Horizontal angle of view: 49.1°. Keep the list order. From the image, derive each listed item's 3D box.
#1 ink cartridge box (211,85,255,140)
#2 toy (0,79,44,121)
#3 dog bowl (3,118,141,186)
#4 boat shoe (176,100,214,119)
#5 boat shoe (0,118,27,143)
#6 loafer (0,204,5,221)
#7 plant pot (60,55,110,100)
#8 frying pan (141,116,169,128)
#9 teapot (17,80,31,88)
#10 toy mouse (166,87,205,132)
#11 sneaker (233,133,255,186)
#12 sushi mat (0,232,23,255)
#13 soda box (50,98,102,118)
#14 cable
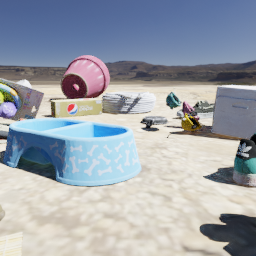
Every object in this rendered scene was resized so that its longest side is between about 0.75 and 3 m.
[{"bbox_3d":[3.336,-0.509,7.934,1.345,1.321,1.827,11,14,32],"label":"ink cartridge box"},{"bbox_3d":[-3.901,-0.719,7.741,2.724,1.568,0.643,19,46,-19],"label":"toy"},{"bbox_3d":[-1.131,0.314,5.381,2.974,0.737,1.658,8,13,34],"label":"dog bowl"},{"bbox_3d":[2.895,-0.752,11.016,2.169,0.691,0.767,-4,11,-19],"label":"boat shoe"},{"bbox_3d":[-2.820,0.039,7.233,1.839,0.575,0.655,-3,10,-24],"label":"boat shoe"},{"bbox_3d":[-2.194,0.816,3.152,1.697,0.572,0.645,3,11,13],"label":"loafer"},{"bbox_3d":[-2.946,-3.006,18.046,2.896,2.896,2.592,3,26,16],"label":"plant pot"},{"bbox_3d":[0.748,-0.246,9.692,0.993,0.267,1.642,8,10,39],"label":"frying pan"},{"bbox_3d":[-6.107,-1.917,16.082,1.594,1.180,1.615,-26,31,6],"label":"teapot"},{"bbox_3d":[1.646,-0.553,8.556,1.972,0.382,1.753,19,37,-47],"label":"toy mouse"},{"bbox_3d":[2.527,0.414,4.736,1.913,0.764,0.683,-7,13,-34],"label":"sneaker"},{"bbox_3d":[-1.891,1.252,2.096,2.085,0.126,0.997,-4,13,-20],"label":"sushi mat"},{"bbox_3d":[-2.140,-0.857,11.677,2.052,0.657,0.695,-6,12,-30],"label":"soda box"},{"bbox_3d":[0.051,-1.226,13.062,2.536,0.878,2.537,7,12,38],"label":"cable"}]
